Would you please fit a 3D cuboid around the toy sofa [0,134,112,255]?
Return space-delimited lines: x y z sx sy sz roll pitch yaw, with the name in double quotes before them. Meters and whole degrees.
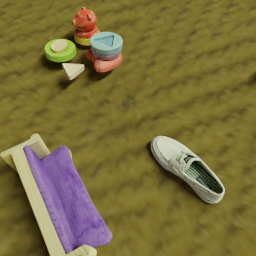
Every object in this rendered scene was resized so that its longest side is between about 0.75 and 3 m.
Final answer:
"toy sofa" -1.502 1.499 5.997 1.352 1.147 2.770 -26 66 -12

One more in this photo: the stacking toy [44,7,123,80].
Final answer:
"stacking toy" -1.281 -2.426 7.804 1.921 0.896 2.122 -29 56 -24

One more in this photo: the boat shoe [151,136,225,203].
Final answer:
"boat shoe" 1.425 0.834 6.574 2.110 0.704 0.776 39 70 18
